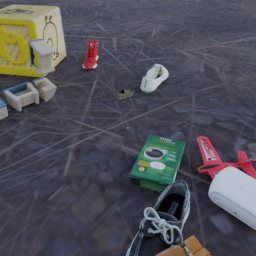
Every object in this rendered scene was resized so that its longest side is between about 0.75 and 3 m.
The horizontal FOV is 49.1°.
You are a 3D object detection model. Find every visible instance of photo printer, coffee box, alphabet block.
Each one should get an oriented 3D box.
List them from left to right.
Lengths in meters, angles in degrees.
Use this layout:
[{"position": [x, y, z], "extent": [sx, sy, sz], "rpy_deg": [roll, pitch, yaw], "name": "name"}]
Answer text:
[{"position": [-5.036, -4.416, 13.977], "extent": [2.816, 2.801, 2.868], "rpy_deg": [5, 36, 10], "name": "alphabet block"}, {"position": [0.910, 0.996, 8.192], "extent": [1.211, 0.433, 1.969], "rpy_deg": [11, 37, 15], "name": "coffee box"}, {"position": [2.808, 1.653, 6.992], "extent": [1.443, 0.501, 1.200], "rpy_deg": [33, 46, 23], "name": "photo printer"}]

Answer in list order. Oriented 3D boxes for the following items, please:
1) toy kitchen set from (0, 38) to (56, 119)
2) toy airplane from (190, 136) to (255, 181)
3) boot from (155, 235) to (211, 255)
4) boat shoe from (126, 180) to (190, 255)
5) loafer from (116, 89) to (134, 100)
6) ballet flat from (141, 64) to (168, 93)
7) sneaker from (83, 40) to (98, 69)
[{"position": [-4.450, -2.022, 10.666], "extent": [2.891, 2.316, 1.703], "rpy_deg": [-30, 56, -36], "name": "toy kitchen set"}, {"position": [2.804, 1.073, 8.041], "extent": [2.171, 0.399, 2.171], "rpy_deg": [1, 51, -1], "name": "toy airplane"}, {"position": [0.915, 2.934, 4.746], "extent": [2.141, 0.789, 1.657], "rpy_deg": [-10, 54, -39], "name": "boot"}, {"position": [0.741, 2.191, 6.027], "extent": [1.005, 0.929, 2.721], "rpy_deg": [20, 39, 26], "name": "boat shoe"}, {"position": [-0.112, -1.477, 11.862], "extent": [0.923, 0.322, 0.347], "rpy_deg": [-26, 42, -32], "name": "loafer"}, {"position": [1.284, -2.452, 12.840], "extent": [0.874, 0.874, 2.518], "rpy_deg": [15, 37, 20], "name": "ballet flat"}, {"position": [-1.994, -3.905, 14.617], "extent": [0.795, 1.172, 2.029], "rpy_deg": [-2, 35, -2], "name": "sneaker"}]
